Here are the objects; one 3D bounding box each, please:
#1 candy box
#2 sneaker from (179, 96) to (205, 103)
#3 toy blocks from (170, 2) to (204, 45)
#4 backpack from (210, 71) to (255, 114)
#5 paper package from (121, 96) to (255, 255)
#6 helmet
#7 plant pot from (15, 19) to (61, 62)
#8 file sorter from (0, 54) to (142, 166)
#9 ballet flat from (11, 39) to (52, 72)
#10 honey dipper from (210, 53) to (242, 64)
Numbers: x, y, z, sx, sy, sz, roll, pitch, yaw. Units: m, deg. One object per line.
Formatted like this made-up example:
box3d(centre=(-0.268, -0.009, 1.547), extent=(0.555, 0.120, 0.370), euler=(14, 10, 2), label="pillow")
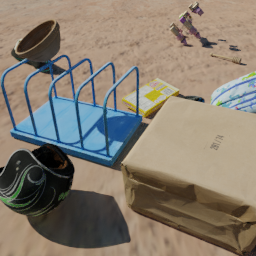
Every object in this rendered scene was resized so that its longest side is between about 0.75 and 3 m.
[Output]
box3d(centre=(0.737, -0.987, 8.709), extent=(0.924, 0.239, 1.807), euler=(33, 47, 27), label="candy box")
box3d(centre=(1.685, -0.754, 8.419), extent=(1.154, 0.422, 0.472), euler=(-2, 17, -8), label="sneaker")
box3d(centre=(2.978, -4.696, 12.955), extent=(1.405, 1.669, 1.560), euler=(42, 27, -13), label="toy blocks")
box3d(centre=(2.990, -0.476, 6.618), extent=(2.199, 1.794, 1.691), euler=(0, 59, 44), label="backpack")
box3d(centre=(1.463, 0.689, 5.571), extent=(2.453, 1.331, 2.573), euler=(16, 40, 21), label="paper package")
box3d(centre=(-1.757, 0.985, 5.220), extent=(1.327, 1.265, 1.327), euler=(38, 12, -10), label="helmet")
box3d(centre=(-2.090, -2.051, 6.905), extent=(1.256, 0.580, 1.256), euler=(-20, 45, 21), label="plant pot")
box3d(centre=(-1.323, -0.678, 7.040), extent=(2.908, 1.784, 2.018), euler=(14, 39, 19), label="file sorter")
box3d(centre=(-3.835, -3.035, 11.033), extent=(2.594, 0.887, 0.882), euler=(28, 46, 33), label="ballet flat")
box3d(centre=(3.925, -2.871, 11.379), extent=(1.309, 0.249, 0.249), euler=(24, 43, 32), label="honey dipper")
